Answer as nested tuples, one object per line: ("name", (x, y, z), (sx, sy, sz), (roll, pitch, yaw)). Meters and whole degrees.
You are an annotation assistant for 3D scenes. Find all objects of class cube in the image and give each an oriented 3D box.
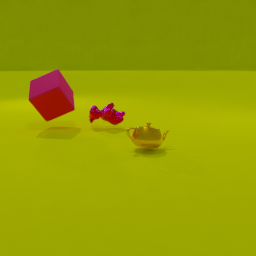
("cube", (-2.134, -0.917, 7.901), (0.920, 0.920, 0.920), (-22, 44, 6))

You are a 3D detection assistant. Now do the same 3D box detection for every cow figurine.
("cow figurine", (-0.650, -0.350, 8.094), (0.930, 0.510, 0.915), (35, -42, -22))

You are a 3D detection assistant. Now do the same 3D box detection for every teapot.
("teapot", (0.452, 0.152, 6.031), (1.094, 0.535, 0.680), (8, -2, -27))
